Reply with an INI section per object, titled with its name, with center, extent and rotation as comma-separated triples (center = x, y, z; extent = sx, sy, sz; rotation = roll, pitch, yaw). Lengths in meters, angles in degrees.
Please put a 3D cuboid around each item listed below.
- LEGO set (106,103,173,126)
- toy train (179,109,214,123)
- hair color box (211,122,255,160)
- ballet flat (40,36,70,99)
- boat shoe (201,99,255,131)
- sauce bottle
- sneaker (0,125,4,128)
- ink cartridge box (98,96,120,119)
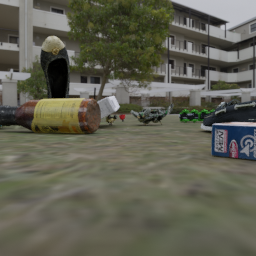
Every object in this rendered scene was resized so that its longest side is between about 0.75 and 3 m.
[LEGO set]
center = 0.470, -0.327, 10.639
extent = 2.614, 0.741, 1.698
rotation = -13, -2, 15
[toy train]
center = 3.834, -0.528, 13.260
extent = 2.952, 0.616, 0.832
rotation = 0, -7, -1
[hair color box]
center = 1.589, 0.142, 2.964
extent = 1.234, 0.373, 0.617
rotation = 3, 4, 41
[ballet flat]
center = -1.885, -1.344, 7.687
extent = 0.789, 2.376, 0.675
rotation = -18, 45, -23
[boat shoe]
center = 2.439, -0.255, 6.315
extent = 0.975, 0.778, 2.578
rotation = -1, 3, -14
[sauce bottle]
center = -1.955, -0.288, 6.744
extent = 2.580, 0.852, 0.852
rotation = 1, 3, 21
[sneaker]
center = -3.894, -0.412, 7.996
extent = 1.060, 0.953, 2.455
rotation = 2, 2, -21
[ink cartridge box]
center = -1.396, -0.383, 9.387
extent = 2.166, 0.550, 2.459
rotation = -26, 6, 5
